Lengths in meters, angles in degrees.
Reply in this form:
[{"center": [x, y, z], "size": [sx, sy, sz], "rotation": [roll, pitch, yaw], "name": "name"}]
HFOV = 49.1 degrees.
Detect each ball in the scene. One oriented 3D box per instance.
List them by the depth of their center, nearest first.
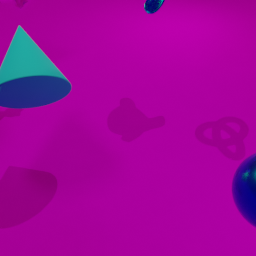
[{"center": [1.717, 0.730, 3.236], "size": [0.977, 0.977, 0.977], "rotation": [0, 45, 0], "name": "ball"}]

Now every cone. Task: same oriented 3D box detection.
[{"center": [-1.941, -1.308, 5.311], "size": [1.453, 1.453, 1.458], "rotation": [-12, 77, -12], "name": "cone"}]

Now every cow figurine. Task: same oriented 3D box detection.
[{"center": [-2.917, -3.294, 6.645], "size": [1.131, 1.149, 0.631], "rotation": [-32, 33, -19], "name": "cow figurine"}]

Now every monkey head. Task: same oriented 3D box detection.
[{"center": [0.941, -3.565, 6.430], "size": [1.435, 1.202, 1.994], "rotation": [16, 70, -26], "name": "monkey head"}]
